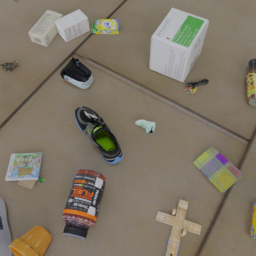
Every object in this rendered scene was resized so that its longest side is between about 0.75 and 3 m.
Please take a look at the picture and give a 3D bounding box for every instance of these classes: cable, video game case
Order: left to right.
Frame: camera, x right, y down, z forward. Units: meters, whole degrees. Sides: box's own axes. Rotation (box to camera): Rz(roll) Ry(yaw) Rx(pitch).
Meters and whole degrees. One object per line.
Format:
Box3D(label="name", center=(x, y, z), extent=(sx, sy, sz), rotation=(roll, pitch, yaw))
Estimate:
Box3D(label="video game case", center=(-3.741, 1.388, 10.129), extent=(1.160, 0.128, 1.056), rotation=(-2, 56, 1))
Box3D(label="cable", center=(2.909, -1.821, 11.970), extent=(1.155, 0.291, 0.561), rotation=(-27, 47, -27))

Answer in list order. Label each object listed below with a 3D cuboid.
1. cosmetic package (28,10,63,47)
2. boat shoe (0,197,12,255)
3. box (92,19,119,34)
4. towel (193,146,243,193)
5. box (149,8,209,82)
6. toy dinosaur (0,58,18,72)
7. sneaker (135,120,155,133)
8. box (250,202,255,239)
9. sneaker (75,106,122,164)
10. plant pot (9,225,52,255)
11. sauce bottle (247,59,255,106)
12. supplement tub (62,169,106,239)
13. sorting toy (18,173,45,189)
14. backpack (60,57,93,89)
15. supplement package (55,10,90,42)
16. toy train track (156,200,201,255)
Box3D(label="cosmetic package", center=(-3.821, -4.730, 13.265), extent=(0.894, 0.604, 1.699), rotation=(23, 64, 12))
Box3D(label="boat shoe", center=(-4.322, 3.398, 8.824), extent=(0.831, 0.844, 2.381), rotation=(-28, 65, 16))
Box3D(label="box", center=(-1.091, -4.909, 13.542), extent=(1.296, 0.314, 0.761), rotation=(-2, 61, 1))
Box3D(label="towel", center=(3.237, 1.499, 10.127), extent=(1.097, 0.174, 1.527), rotation=(-36, 67, -17))
Box3D(label="box", center=(2.096, -3.467, 11.788), extent=(1.702, 1.987, 1.977), rotation=(25, 65, 15))
Box3D(label="toy dinosaur", center=(-5.283, -2.735, 12.388), extent=(0.945, 0.364, 0.483), rotation=(-7, 48, 4))
Box3D(label="sneaker", center=(0.659, -0.042, 10.878), extent=(0.795, 0.293, 0.469), rotation=(8, 56, 2))
Box3D(label="box", center=(5.031, 2.846, 8.324), extent=(1.949, 2.023, 1.234), rotation=(17, 63, 9))
Box3D(label="sneaker", center=(-1.062, 0.101, 10.351), extent=(0.941, 1.100, 2.655), rotation=(-31, 66, -17))
Box3D(label="plant pot", center=(-2.895, 3.577, 8.592), extent=(1.043, 1.043, 0.955), rotation=(29, 49, 15))
Box3D(label="sauce bottle", center=(5.343, -1.947, 11.727), extent=(0.705, 0.705, 2.180), rotation=(7, 59, 4))
Box3D(label="supplement tub", center=(-1.447, 2.459, 9.072), extent=(1.097, 1.097, 2.051), rotation=(9, 62, 5))
Box3D(label="sorting toy", center=(-3.397, 1.856, 9.953), extent=(0.849, 0.125, 0.627), rotation=(16, 58, 13))
Box3D(label="backpack", center=(-2.066, -2.238, 11.807), extent=(1.257, 0.795, 1.049), rotation=(29, 76, 13))
Box3D(label="supplement package", center=(-2.604, -4.827, 13.217), extent=(1.333, 0.782, 0.779), rotation=(-33, 66, -16))
Box3D(label="toy train track", center=(1.502, 3.525, 8.881), extent=(1.494, 0.424, 2.605), rotation=(16, 63, 9))
